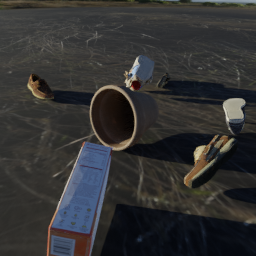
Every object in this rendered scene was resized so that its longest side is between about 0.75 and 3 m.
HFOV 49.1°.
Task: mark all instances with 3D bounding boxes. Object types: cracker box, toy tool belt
[{"bbox_3d":[-0.761,1.376,4.702,0.601,1.394,2.082,12,29,0],"label":"cracker box"},{"bbox_3d":[0.389,-2.061,11.581,1.108,1.091,1.775,31,63,-12],"label":"toy tool belt"}]

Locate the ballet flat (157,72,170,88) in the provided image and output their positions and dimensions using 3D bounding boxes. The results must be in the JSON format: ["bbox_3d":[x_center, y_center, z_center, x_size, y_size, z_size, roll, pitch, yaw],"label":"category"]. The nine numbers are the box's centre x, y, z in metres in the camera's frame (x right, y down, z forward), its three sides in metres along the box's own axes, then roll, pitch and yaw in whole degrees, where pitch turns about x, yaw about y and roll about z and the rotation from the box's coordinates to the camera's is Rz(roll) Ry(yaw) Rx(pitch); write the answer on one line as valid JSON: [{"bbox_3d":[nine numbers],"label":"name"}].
[{"bbox_3d":[1.594,-2.065,12.247,0.342,0.497,1.474,41,31,-3],"label":"ballet flat"}]

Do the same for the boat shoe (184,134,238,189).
[{"bbox_3d":[1.818,0.713,6.409,1.644,0.622,0.607,-35,53,-24],"label":"boat shoe"}]

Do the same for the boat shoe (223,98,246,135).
[{"bbox_3d":[3.429,-0.423,9.013,0.679,0.587,1.870,-2,27,21],"label":"boat shoe"}]

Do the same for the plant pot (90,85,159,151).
[{"bbox_3d":[0.044,-0.404,7.886,1.749,1.749,1.525,22,26,35],"label":"plant pot"}]

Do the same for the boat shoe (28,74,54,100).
[{"bbox_3d":[-3.485,-1.638,11.084,0.634,0.595,1.761,-12,36,-38],"label":"boat shoe"}]
